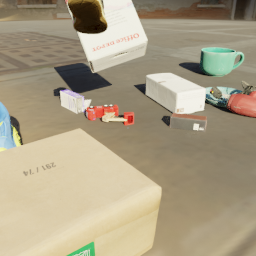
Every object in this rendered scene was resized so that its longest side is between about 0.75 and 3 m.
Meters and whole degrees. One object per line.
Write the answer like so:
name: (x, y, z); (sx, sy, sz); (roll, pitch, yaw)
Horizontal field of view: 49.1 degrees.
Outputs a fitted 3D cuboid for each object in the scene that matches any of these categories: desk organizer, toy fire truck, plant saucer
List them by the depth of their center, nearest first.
desk organizer: (1.647, -0.164, 7.632); (0.949, 0.340, 0.365); (8, 24, 16)
toy fire truck: (-0.541, -0.365, 8.067); (1.302, 0.317, 0.918); (-5, 26, -11)
plant saucer: (3.306, -1.052, 9.613); (1.693, 0.232, 1.693); (0, 25, 0)

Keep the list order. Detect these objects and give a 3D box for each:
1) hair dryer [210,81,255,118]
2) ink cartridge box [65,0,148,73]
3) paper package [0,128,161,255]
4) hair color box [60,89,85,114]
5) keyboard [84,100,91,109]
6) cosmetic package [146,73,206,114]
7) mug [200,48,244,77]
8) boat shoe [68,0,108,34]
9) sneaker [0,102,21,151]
hair dryer: (3.802, -0.958, 8.701); (1.727, 0.616, 2.267); (-14, 39, -10)
ink cartridge box: (-0.618, -2.787, 7.419); (1.591, 2.184, 0.904); (-20, -8, -5)
paper package: (-1.102, 1.140, 3.848); (2.346, 1.214, 2.236); (-17, 30, -34)
hair color box: (-1.763, -0.847, 8.851); (0.306, 0.516, 0.944); (-20, 32, -37)
keyboard: (-1.390, -0.792, 9.295); (0.226, 0.043, 0.805); (1, 25, 2)
cosmetic package: (1.498, -1.198, 9.305); (1.076, 0.784, 2.117); (-11, 26, -22)
mug: (4.120, -2.912, 12.529); (1.773, 1.096, 1.456); (15, 29, 27)
boat shoe: (-0.603, -1.873, 4.319); (0.586, 0.518, 1.599); (-2, 2, -6)
sneaker: (-2.998, -0.121, 6.157); (1.088, 1.509, 2.872); (-18, 31, -32)
